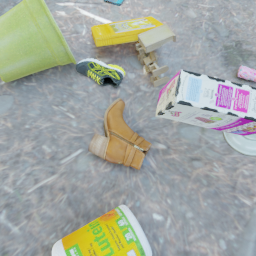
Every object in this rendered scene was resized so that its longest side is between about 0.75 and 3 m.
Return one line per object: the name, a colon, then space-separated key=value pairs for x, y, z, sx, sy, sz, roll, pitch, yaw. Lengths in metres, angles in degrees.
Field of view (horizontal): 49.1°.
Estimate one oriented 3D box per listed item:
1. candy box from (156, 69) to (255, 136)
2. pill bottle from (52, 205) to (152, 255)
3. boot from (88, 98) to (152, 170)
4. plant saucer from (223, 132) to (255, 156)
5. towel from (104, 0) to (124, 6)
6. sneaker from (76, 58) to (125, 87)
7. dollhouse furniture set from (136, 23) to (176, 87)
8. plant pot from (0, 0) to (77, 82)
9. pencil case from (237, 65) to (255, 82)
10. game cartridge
candy box: x=2.071 y=-0.491 z=6.538 sx=2.503 sy=1.707 sz=0.764 roll=11 pitch=81 yaw=-7
pill bottle: x=-0.889 y=3.134 z=6.748 sx=2.654 sy=1.474 sz=1.474 roll=-26 pitch=60 yaw=-16
boot: x=-0.037 y=0.191 z=9.170 sx=1.787 sy=0.851 sz=2.310 roll=20 pitch=63 yaw=8
plant saucer: x=4.090 y=0.107 z=9.402 sx=1.680 sy=0.422 sz=1.680 roll=0 pitch=56 yaw=0
towel: x=-0.562 y=-6.595 z=14.018 sx=0.933 sy=0.138 sz=1.272 roll=20 pitch=58 yaw=12
sneaker: x=-1.104 y=-2.078 z=10.668 sx=1.937 sy=0.721 sz=0.819 roll=10 pitch=57 yaw=7
dollhouse furniture set: x=1.113 y=-2.811 z=10.496 sx=1.147 sy=1.763 sz=1.620 roll=-23 pitch=58 yaw=-4
plant pot: x=-3.810 y=-3.141 z=10.330 sx=2.745 sy=2.986 sz=2.986 roll=-28 pitch=60 yaw=-4
pencil case: x=4.829 y=-2.054 z=10.796 sx=1.152 sy=0.504 sz=0.504 roll=21 pitch=59 yaw=15
game cartridge: x=-0.074 y=-4.042 z=11.558 sx=2.801 sy=0.454 sz=2.469 roll=-10 pitch=32 yaw=-7
